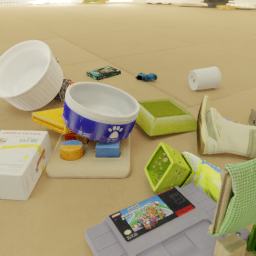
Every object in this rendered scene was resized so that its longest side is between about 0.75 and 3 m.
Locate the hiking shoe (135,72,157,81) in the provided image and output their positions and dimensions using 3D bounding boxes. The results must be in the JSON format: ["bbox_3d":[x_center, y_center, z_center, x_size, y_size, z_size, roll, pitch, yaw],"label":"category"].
[{"bbox_3d":[0.896,-2.406,13.517,1.083,0.403,0.470,10,38,35],"label":"hiking shoe"}]

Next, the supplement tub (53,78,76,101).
[{"bbox_3d":[-2.878,-1.630,11.570,1.507,0.923,0.923,11,32,16],"label":"supplement tub"}]

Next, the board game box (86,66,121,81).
[{"bbox_3d":[-1.242,-2.821,14.339,1.484,0.209,1.004,-22,37,-33],"label":"board game box"}]

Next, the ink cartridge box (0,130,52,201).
[{"bbox_3d":[-3.008,0.874,7.329,1.424,0.818,1.962,2,30,3],"label":"ink cartridge box"}]

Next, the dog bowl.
[{"bbox_3d":[-0.798,-0.525,8.290,2.176,0.857,2.176,13,29,-7],"label":"dog bowl"}]

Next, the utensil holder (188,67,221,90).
[{"bbox_3d":[3.422,-2.201,12.550,1.130,0.960,0.960,-11,32,-14],"label":"utensil holder"}]

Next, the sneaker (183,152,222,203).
[{"bbox_3d":[2.073,1.238,7.032,0.977,0.704,1.859,4,28,-27],"label":"sneaker"}]

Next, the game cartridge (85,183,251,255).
[{"bbox_3d":[0.761,2.123,5.553,2.814,0.540,1.824,-16,38,-26],"label":"game cartridge"}]

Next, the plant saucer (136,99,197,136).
[{"bbox_3d":[1.207,-0.510,9.847,2.026,0.485,2.023,-6,31,-24],"label":"plant saucer"}]

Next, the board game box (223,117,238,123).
[{"bbox_3d":[3.161,-0.098,9.634,0.928,0.201,0.923,26,40,37],"label":"board game box"}]

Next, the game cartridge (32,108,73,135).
[{"bbox_3d":[-1.755,-0.332,9.169,1.804,0.332,2.046,18,22,39],"label":"game cartridge"}]

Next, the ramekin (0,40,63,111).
[{"bbox_3d":[-3.785,-1.942,10.724,2.626,1.280,2.626,-8,61,15],"label":"ramekin"}]

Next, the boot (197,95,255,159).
[{"bbox_3d":[3.103,-0.063,8.715,1.822,0.849,2.357,6,45,9],"label":"boot"}]

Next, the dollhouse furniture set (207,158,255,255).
[{"bbox_3d":[2.241,1.681,4.296,1.610,2.458,1.234,-14,30,-26],"label":"dollhouse furniture set"}]

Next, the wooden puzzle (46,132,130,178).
[{"bbox_3d":[-1.051,0.488,8.266,2.242,0.560,2.421,0,30,0],"label":"wooden puzzle"}]

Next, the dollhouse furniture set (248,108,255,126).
[{"bbox_3d":[5.134,-0.808,8.533,1.779,2.524,1.769,-15,33,-24],"label":"dollhouse furniture set"}]

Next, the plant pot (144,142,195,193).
[{"bbox_3d":[1.053,1.038,6.884,0.842,0.928,0.923,21,23,-24],"label":"plant pot"}]

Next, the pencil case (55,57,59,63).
[{"bbox_3d":[-4.348,-3.830,15.968,0.795,0.309,0.356,-14,13,-23],"label":"pencil case"}]
